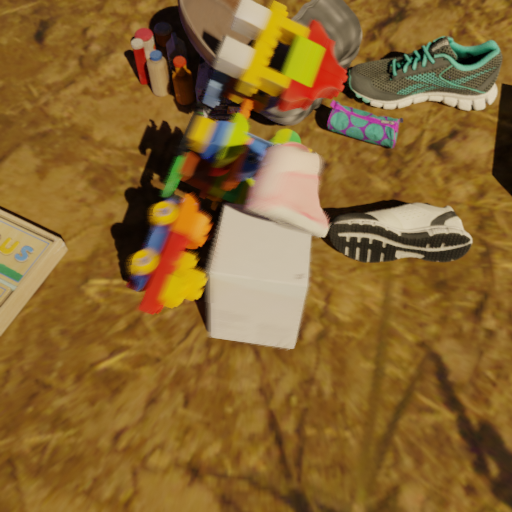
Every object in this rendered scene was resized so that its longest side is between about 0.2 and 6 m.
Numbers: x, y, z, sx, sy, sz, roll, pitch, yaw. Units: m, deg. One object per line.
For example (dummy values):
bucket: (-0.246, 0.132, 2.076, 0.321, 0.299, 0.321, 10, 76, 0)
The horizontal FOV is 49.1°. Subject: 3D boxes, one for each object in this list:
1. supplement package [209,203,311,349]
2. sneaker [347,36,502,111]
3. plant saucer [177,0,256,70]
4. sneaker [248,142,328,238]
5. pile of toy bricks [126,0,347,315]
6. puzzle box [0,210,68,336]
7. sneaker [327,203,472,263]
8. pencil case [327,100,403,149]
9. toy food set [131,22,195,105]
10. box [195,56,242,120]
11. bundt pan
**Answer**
supplement package: (0.061, 0.305, 7.723, 1.222, 1.610, 1.213, 8, 53, 2)
sneaker: (3.100, -3.459, 10.216, 2.822, 1.287, 1.095, 0, 59, 0)
plant saucer: (-0.428, -3.834, 9.754, 2.457, 0.394, 2.457, 26, 49, -34)
sneaker: (0.453, -0.682, 5.800, 0.590, 1.567, 0.819, 15, 88, 24)
pile of toy bricks: (-0.085, -1.005, 8.018, 2.201, 2.473, 4.458, 23, 76, -9)
puzzle box: (-4.772, -0.005, 8.707, 3.040, 0.386, 2.022, 23, 61, 13)
sneaker: (2.199, -0.412, 8.833, 2.184, 0.805, 0.874, 4, 46, -2)
pencil case: (1.912, -2.345, 9.967, 1.278, 0.591, 0.544, 19, 67, 12)
toy food set: (-1.823, -3.886, 10.661, 1.005, 0.947, 2.105, -11, 60, -7)
box: (-0.622, -3.298, 10.412, 0.896, 0.778, 1.355, 3, 59, 1)
bundt pan: (0.924, -3.222, 9.564, 0.911, 2.426, 2.426, 41, 67, 5)
